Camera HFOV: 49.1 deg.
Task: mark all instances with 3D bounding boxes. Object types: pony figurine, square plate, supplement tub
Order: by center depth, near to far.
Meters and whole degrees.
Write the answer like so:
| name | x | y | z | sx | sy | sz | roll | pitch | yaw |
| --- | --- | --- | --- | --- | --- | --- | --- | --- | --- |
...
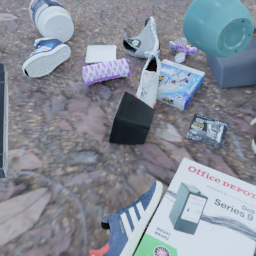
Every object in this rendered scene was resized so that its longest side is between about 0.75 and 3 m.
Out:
| name | x | y | z | sx | sy | sz | roll | pitch | yaw |
| --- | --- | --- | --- | --- | --- | --- | --- | --- | --- |
| pony figurine | 2.163 | -3.170 | 11.125 | 1.141 | 0.984 | 1.182 | -14 | 34 | -24 |
| square plate | -1.071 | -2.952 | 11.303 | 1.197 | 0.170 | 1.185 | -1 | 48 | -1 |
| supplement tub | -3.256 | -4.648 | 11.939 | 1.445 | 1.445 | 2.059 | -21 | 52 | -18 |

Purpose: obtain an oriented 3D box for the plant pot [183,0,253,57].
| name | x | y | z | sx | sy | sz | roll | pitch | yaw |
| --- | --- | --- | --- | --- | --- | --- | --- | --- | --- |
| plant pot | 2.642 | -2.810 | 7.885 | 1.740 | 1.740 | 1.396 | -13 | 43 | -12 |

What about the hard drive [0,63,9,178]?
| name | x | y | z | sx | sy | sz | roll | pitch | yaw |
| --- | --- | --- | --- | --- | --- | --- | --- | --- | --- |
| hard drive | -2.435 | -0.068 | 5.222 | 0.359 | 1.326 | 1.899 | 1 | 73 | -21 |

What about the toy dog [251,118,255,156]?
| name | x | y | z | sx | sy | sz | roll | pitch | yaw |
| --- | --- | --- | --- | --- | --- | --- | --- | --- | --- |
| toy dog | 4.145 | 0.158 | 7.945 | 1.575 | 1.134 | 1.625 | 22 | 52 | 34 |

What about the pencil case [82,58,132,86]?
| name | x | y | z | sx | sy | sz | roll | pitch | yaw |
| --- | --- | --- | --- | --- | --- | --- | --- | --- | --- |
| pencil case | -0.775 | -1.994 | 10.119 | 1.755 | 0.736 | 0.750 | -14 | 68 | -10 |

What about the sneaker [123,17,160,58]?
| name | x | y | z | sx | sy | sz | roll | pitch | yaw |
| --- | --- | --- | --- | --- | --- | --- | --- | --- | --- |
| sneaker | 0.485 | -3.764 | 11.545 | 1.434 | 0.931 | 2.483 | -4 | 50 | 0 |

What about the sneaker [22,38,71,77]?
| name | x | y | z | sx | sy | sz | roll | pitch | yaw |
| --- | --- | --- | --- | --- | --- | --- | --- | --- | --- |
| sneaker | -3.391 | -2.795 | 10.811 | 2.072 | 0.835 | 1.517 | -38 | 51 | -25 |

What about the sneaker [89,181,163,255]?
| name | x | y | z | sx | sy | sz | roll | pitch | yaw |
| --- | --- | --- | --- | --- | --- | --- | --- | --- | --- |
| sneaker | -0.018 | 2.050 | 6.384 | 0.993 | 0.881 | 2.349 | 25 | 53 | 15 |

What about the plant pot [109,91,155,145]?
| name | x | y | z | sx | sy | sz | roll | pitch | yaw |
| --- | --- | --- | --- | --- | --- | --- | --- | --- | --- |
| plant pot | 0.140 | -0.167 | 8.267 | 1.044 | 1.177 | 1.174 | 19 | 50 | 0 |

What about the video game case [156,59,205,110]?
| name | x | y | z | sx | sy | sz | roll | pitch | yaw |
| --- | --- | --- | --- | --- | --- | --- | --- | --- | --- |
| video game case | 1.603 | -1.598 | 9.936 | 1.660 | 0.416 | 1.831 | 24 | 53 | 21 |

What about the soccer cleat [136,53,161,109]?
| name | x | y | z | sx | sy | sz | roll | pitch | yaw |
| --- | --- | --- | --- | --- | --- | --- | --- | --- | --- |
| soccer cleat | 0.659 | -1.424 | 9.120 | 0.713 | 0.885 | 2.077 | 12 | 76 | 11 |

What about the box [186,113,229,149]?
| name | x | y | z | sx | sy | sz | roll | pitch | yaw |
| --- | --- | --- | --- | --- | --- | --- | --- | --- | --- |
| box | 2.425 | 0.082 | 8.536 | 1.090 | 0.271 | 0.859 | 20 | 52 | 16 |

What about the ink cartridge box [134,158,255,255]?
| name | x | y | z | sx | sy | sz | roll | pitch | yaw |
| --- | --- | --- | --- | --- | --- | --- | --- | --- | --- |
| ink cartridge box | 1.537 | 2.261 | 5.998 | 2.028 | 1.168 | 2.779 | 22 | 52 | 18 |

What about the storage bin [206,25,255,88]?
| name | x | y | z | sx | sy | sz | roll | pitch | yaw |
| --- | --- | --- | --- | --- | --- | --- | --- | --- | --- |
| storage bin | 3.887 | -2.599 | 10.098 | 1.655 | 1.794 | 2.465 | -11 | 49 | 4 |
